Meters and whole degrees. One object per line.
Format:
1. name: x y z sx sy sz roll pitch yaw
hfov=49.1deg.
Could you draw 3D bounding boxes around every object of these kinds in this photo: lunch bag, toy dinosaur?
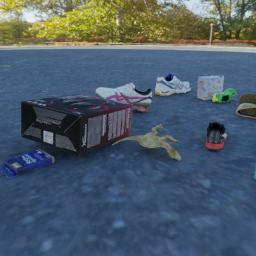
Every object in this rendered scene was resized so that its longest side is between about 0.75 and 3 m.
1. lunch bag: 3.979 -1.938 13.360 1.256 1.065 0.798 -10 21 -18
2. toy dinosaur: 0.632 0.318 7.958 2.105 0.613 1.064 13 25 31

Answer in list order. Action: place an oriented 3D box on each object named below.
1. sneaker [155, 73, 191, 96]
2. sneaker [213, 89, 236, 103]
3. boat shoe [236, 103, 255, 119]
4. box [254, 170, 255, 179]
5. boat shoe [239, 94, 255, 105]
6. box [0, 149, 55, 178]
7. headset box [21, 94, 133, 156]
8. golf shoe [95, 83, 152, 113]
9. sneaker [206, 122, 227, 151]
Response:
1. sneaker: 2.421 -2.286 14.349 2.335 1.029 0.879 -14 23 -36
2. sneaker: 4.507 -1.406 12.837 1.421 0.526 0.594 -21 35 -28
3. boat shoe: 4.961 -0.563 10.407 1.762 0.628 0.569 5 26 37
4. box: 3.824 0.983 6.411 1.704 0.419 0.701 -7 22 -19
5. boat shoe: 5.497 -0.847 10.920 2.233 0.804 0.754 16 20 23
6. box: -2.565 0.869 7.068 1.191 0.193 0.722 -20 28 -41
7. headset box: -1.343 -0.278 8.426 2.150 1.085 2.893 14 17 28
8. golf shoe: -0.152 -1.385 11.300 2.295 1.057 0.833 12 20 -6
9. sneaker: 2.649 0.118 8.321 0.528 0.730 1.494 6 20 23
